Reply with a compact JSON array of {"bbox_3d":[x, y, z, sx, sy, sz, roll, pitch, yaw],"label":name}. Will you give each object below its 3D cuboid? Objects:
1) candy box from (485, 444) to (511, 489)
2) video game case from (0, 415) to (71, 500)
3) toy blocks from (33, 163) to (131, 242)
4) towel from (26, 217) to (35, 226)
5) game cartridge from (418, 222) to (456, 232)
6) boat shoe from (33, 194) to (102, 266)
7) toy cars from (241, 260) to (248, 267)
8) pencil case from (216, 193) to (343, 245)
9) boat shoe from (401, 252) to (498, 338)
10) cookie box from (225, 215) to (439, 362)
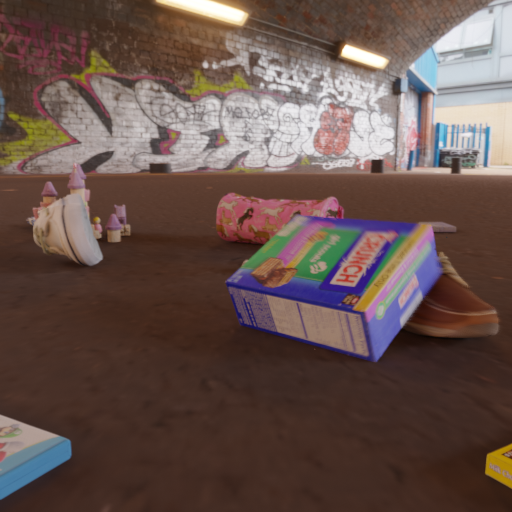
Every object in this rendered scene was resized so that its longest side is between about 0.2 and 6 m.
[{"bbox_3d":[1.830,1.074,2.957,1.153,0.152,0.589,-6,15,-31],"label":"candy box"},{"bbox_3d":[-1.884,1.076,3.007,1.426,0.127,1.021,6,12,30],"label":"video game case"},{"bbox_3d":[-3.378,-1.083,10.998,1.763,1.484,1.648,-3,11,-15],"label":"toy blocks"},{"bbox_3d":[-4.470,-0.717,12.693,1.100,0.178,1.497,-5,13,-35],"label":"towel"},{"bbox_3d":[3.942,-0.624,12.259,0.565,0.167,0.871,-4,10,-1],"label":"game cartridge"},{"bbox_3d":[-2.987,-0.321,8.695,0.869,0.957,2.602,-22,18,-13],"label":"boat shoe"},{"bbox_3d":[0.116,0.104,8.099,0.921,0.204,0.413,-7,12,-34],"label":"toy cars"},{"bbox_3d":[0.399,-0.648,10.209,2.310,0.999,0.956,7,-17,32],"label":"pencil case"},{"bbox_3d":[1.662,0.310,5.593,0.734,0.696,1.939,-3,11,-16],"label":"boat shoe"},{"bbox_3d":[0.711,0.203,5.236,1.524,0.572,1.303,9,39,40],"label":"cookie box"}]
